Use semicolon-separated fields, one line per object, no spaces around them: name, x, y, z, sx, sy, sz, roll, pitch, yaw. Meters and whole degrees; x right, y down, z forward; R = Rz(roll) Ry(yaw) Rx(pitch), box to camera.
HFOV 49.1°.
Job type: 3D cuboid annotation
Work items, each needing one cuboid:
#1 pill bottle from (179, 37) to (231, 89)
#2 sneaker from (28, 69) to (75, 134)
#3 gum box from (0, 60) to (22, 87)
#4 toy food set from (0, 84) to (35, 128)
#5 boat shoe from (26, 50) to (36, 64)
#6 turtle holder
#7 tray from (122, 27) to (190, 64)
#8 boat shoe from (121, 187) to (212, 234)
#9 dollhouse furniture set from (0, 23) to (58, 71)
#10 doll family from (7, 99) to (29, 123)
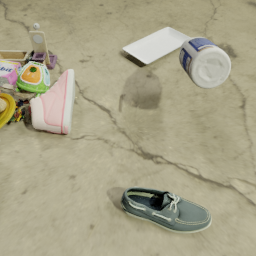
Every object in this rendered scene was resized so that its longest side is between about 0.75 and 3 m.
pill bottle;2.091;-1.972;8.054;1.092;1.092;1.967;-2;30;-2
sneaker;-2.472;-0.987;9.165;1.409;1.014;2.695;2;51;-5
gum box;-4.943;-2.089;10.508;1.648;0.545;0.935;10;49;9
toy food set;-4.465;-0.632;8.568;1.626;0.902;2.763;26;65;29
boat shoe;-3.682;-2.931;11.194;0.485;0.387;1.282;-3;45;9
turtle holder;-3.034;-1.651;9.365;1.072;1.002;1.411;22;16;19
tray;1.286;-3.482;11.965;2.842;0.315;1.526;-33;54;-26
boat shoe;0.909;1.912;6.720;2.237;0.691;0.815;11;48;10
dollhouse furniture set;-4.135;-2.854;10.415;2.438;1.730;1.932;1;47;1
doll family;-3.670;-0.581;9.139;0.763;0.518;1.321;-21;53;6
